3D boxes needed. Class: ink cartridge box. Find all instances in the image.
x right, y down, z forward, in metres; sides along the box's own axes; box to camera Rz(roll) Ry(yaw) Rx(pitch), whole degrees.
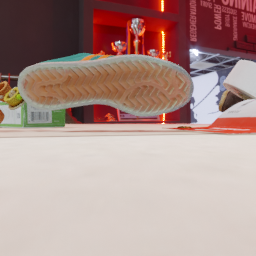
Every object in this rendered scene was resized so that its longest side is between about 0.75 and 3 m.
[{"bbox_3d":[2.183,-0.255,4.276,2.747,0.784,2.233,4,0,-12],"label":"ink cartridge box"},{"bbox_3d":[-2.892,-0.354,7.472,2.341,0.694,1.215,0,2,38],"label":"ink cartridge box"}]

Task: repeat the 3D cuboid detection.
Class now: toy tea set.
[{"bbox_3d":[-2.107,-0.497,4.182,1.337,0.795,0.495,22,-25,44],"label":"toy tea set"}]

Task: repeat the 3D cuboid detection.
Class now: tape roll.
[{"bbox_3d":[3.582,-0.895,7.328,2.108,0.737,2.108,32,10,-6],"label":"tape roll"}]

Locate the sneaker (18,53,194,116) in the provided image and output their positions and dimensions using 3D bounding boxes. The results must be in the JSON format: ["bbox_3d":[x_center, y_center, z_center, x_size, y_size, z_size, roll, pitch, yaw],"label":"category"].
[{"bbox_3d":[-0.271,-0.703,3.950,2.291,0.818,0.915,3,25,-1],"label":"sneaker"}]

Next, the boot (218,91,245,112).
[{"bbox_3d":[3.005,-0.435,6.873,1.302,0.566,1.566,24,7,32],"label":"boot"}]
